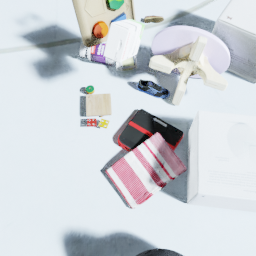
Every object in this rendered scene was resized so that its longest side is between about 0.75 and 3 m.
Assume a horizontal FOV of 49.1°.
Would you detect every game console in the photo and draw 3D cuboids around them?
[{"bbox_3d":[0.779,0.350,9.923,1.922,0.298,1.700,31,64,15],"label":"game console"}]

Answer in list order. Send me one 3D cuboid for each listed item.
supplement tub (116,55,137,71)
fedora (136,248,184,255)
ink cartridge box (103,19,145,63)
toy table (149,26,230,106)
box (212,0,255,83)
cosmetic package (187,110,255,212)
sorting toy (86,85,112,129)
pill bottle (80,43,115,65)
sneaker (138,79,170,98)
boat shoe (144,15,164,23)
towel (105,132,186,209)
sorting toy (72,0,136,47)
[{"bbox_3d":[-0.073,-2.609,11.288,0.816,0.592,0.592,-8,62,-3],"label":"supplement tub"},{"bbox_3d":[0.966,3.990,7.063,3.008,3.008,1.374,13,33,7],"label":"fedora"},{"bbox_3d":[-0.091,-2.546,8.100,0.563,0.975,1.340,25,31,12],"label":"ink cartridge box"},{"bbox_3d":[2.201,-2.353,10.196,2.991,2.749,1.752,10,45,10],"label":"toy table"},{"bbox_3d":[4.802,-3.702,10.957,2.542,2.177,2.529,30,66,15],"label":"box"},{"bbox_3d":[3.308,1.092,8.724,2.643,1.630,2.651,6,62,3],"label":"cosmetic package"},{"bbox_3d":[-1.074,-0.750,10.449,0.930,0.326,1.928,-4,62,-2],"label":"sorting toy"},{"bbox_3d":[-1.198,-3.081,11.425,1.426,0.795,0.795,9,62,5],"label":"pill bottle"},{"bbox_3d":[0.988,-1.526,10.758,1.299,0.506,0.455,15,62,8],"label":"sneaker"},{"bbox_3d":[1.181,-4.980,12.697,0.901,0.324,0.304,-2,64,2],"label":"boat shoe"},{"bbox_3d":[0.573,1.359,9.129,2.224,0.253,1.602,-35,70,-6],"label":"towel"},{"bbox_3d":[-0.761,-4.109,9.130,2.031,2.726,0.365,-22,47,-11],"label":"sorting toy"}]
